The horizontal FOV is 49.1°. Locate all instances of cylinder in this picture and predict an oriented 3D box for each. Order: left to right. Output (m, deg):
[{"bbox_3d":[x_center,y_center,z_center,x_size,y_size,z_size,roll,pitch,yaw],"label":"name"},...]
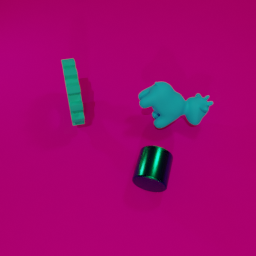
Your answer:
[{"bbox_3d":[0.541,0.889,6.064,0.760,0.760,0.760,13,58,8],"label":"cylinder"}]

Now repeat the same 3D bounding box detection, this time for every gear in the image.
[{"bbox_3d":[-1.306,-0.848,6.669,0.284,1.538,1.538,-10,57,-11],"label":"gear"}]

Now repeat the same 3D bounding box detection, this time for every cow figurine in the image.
[{"bbox_3d":[1.150,-0.604,6.621,1.434,1.457,0.800,-30,30,17],"label":"cow figurine"}]
